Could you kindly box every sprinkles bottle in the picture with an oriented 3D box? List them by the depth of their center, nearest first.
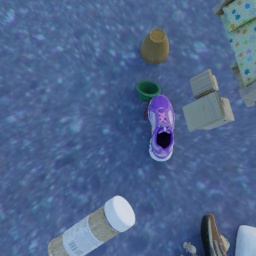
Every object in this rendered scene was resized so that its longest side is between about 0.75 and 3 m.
[{"bbox_3d":[-0.611,1.692,4.519,1.519,0.518,0.518,-37,80,17],"label":"sprinkles bottle"}]

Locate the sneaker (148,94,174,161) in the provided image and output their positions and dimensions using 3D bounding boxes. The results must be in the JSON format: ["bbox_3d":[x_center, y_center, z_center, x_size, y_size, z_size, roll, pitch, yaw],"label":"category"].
[{"bbox_3d":[0.967,-0.064,7.791,0.766,0.842,1.905,0,77,1],"label":"sneaker"}]

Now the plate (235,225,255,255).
[{"bbox_3d":[4.020,4.154,7.133,2.693,0.435,2.687,13,78,3],"label":"plate"}]

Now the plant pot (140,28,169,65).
[{"bbox_3d":[0.821,-2.472,8.223,0.897,0.962,0.897,0,80,0],"label":"plant pot"}]

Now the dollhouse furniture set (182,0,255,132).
[{"bbox_3d":[1.777,-1.696,5.584,1.605,2.553,2.886,3,68,-43],"label":"dollhouse furniture set"}]

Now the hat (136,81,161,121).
[{"bbox_3d":[0.506,-0.865,8.342,0.732,0.778,0.884,29,45,17],"label":"hat"}]

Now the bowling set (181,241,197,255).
[{"bbox_3d":[1.684,3.542,7.298,0.659,0.508,0.946,27,78,-14],"label":"bowling set"}]

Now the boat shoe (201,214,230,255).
[{"bbox_3d":[2.306,3.054,7.320,0.589,0.604,1.595,-6,87,-7],"label":"boat shoe"}]
